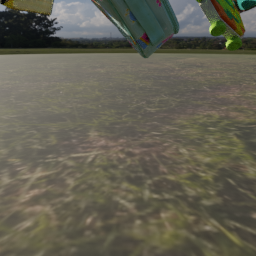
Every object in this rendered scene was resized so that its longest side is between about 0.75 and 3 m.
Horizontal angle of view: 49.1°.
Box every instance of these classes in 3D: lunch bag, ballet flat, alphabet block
[{"bbox_3d":[-0.180,-2.473,4.661,2.145,1.031,2.675,53,10,31],"label":"lunch bag"},{"bbox_3d":[3.359,-3.675,8.246,0.661,0.642,1.858,-19,6,-24],"label":"ballet flat"},{"bbox_3d":[-3.124,-4.283,8.240,1.426,1.418,1.452,29,25,25],"label":"alphabet block"}]

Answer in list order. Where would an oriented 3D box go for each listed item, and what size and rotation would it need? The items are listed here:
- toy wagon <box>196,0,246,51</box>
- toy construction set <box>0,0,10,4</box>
[{"bbox_3d":[2.286,-3.186,7.363,2.421,1.879,0.479,20,-35,-40],"label":"toy wagon"},{"bbox_3d":[-3.297,-3.652,6.765,0.953,1.034,1.240,19,62,29],"label":"toy construction set"}]
